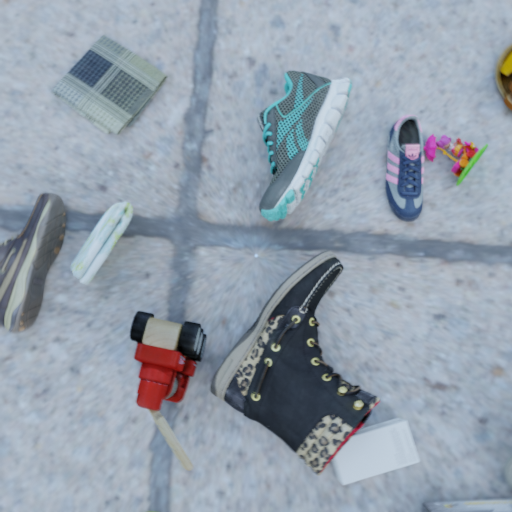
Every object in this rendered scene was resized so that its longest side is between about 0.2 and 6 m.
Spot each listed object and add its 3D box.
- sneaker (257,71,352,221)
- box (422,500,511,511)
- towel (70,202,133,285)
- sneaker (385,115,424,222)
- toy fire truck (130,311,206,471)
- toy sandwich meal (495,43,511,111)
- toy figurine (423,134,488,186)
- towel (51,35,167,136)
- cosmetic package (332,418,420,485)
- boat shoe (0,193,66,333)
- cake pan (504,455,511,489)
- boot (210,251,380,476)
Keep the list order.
[{"bbox_3d":[0.483,-1.736,8.530,1.186,1.008,2.599,23,70,6],"label":"sneaker"},{"bbox_3d":[3.345,4.171,7.407,2.141,0.517,1.696,-2,85,0],"label":"box"},{"bbox_3d":[-2.221,-0.208,8.090,0.311,1.105,1.291,34,83,-21],"label":"towel"},{"bbox_3d":[2.291,-1.362,8.554,0.574,0.671,1.636,-3,78,-1],"label":"sneaker"},{"bbox_3d":[-1.154,1.777,7.412,1.134,1.551,1.762,12,74,2],"label":"toy fire truck"},{"bbox_3d":[4.559,-2.893,8.930,1.591,0.545,1.591,0,78,0],"label":"toy sandwich meal"},{"bbox_3d":[3.040,-1.639,8.714,0.807,0.658,0.876,37,65,17],"label":"toy figurine"},{"bbox_3d":[-2.358,-2.753,9.103,1.413,0.244,1.360,35,78,9],"label":"towel"},{"bbox_3d":[1.614,2.715,7.820,1.123,0.477,0.604,-14,79,-2],"label":"cosmetic package"},{"bbox_3d":[-3.456,0.032,8.220,0.781,0.794,2.132,14,77,4],"label":"boat shoe"},{"bbox_3d":[4.432,2.928,6.956,2.446,2.446,0.449,32,56,6],"label":"cake pan"},{"bbox_3d":[0.826,1.416,7.618,1.958,0.952,2.601,38,84,23],"label":"boot"}]
